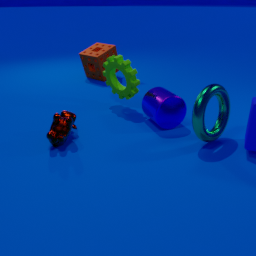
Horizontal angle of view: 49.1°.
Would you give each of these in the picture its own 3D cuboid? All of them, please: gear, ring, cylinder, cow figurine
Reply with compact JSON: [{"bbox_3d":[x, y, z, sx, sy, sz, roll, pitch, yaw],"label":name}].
[{"bbox_3d":[-0.219,-1.514,8.456,1.351,1.351,0.250,23,46,40],"label":"gear"},{"bbox_3d":[1.956,-0.340,6.515,1.375,1.375,0.275,-21,24,-37],"label":"ring"},{"bbox_3d":[0.965,-0.559,7.602,0.922,0.922,0.922,-10,27,-19],"label":"cylinder"},{"bbox_3d":[-1.596,0.018,6.800,0.576,1.033,1.049,19,68,-3],"label":"cow figurine"}]

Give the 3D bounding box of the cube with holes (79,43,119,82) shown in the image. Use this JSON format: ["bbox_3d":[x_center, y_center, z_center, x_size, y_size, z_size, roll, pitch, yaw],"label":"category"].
[{"bbox_3d":[-1.149,-2.767,11.684,1.093,1.093,1.093,20,49,36],"label":"cube with holes"}]

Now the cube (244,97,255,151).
[{"bbox_3d":[3.216,-0.056,6.188,1.034,1.034,1.034,10,17,21],"label":"cube"}]
